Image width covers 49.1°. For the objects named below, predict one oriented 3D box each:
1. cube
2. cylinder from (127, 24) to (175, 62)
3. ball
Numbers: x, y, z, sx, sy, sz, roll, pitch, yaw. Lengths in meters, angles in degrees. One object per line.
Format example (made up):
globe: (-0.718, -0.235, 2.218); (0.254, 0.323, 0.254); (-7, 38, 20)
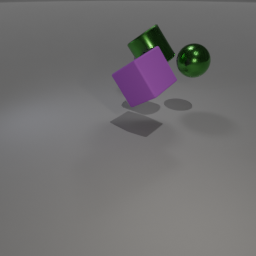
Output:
cube: (0.581, -1.794, 9.962); (1.400, 1.400, 1.400); (-40, 14, -36)
cylinder: (0.914, -3.087, 11.052); (1.400, 1.400, 1.400); (-33, 14, 9)
ball: (2.730, -2.810, 11.707); (1.400, 1.400, 1.400); (0, 28, 0)
